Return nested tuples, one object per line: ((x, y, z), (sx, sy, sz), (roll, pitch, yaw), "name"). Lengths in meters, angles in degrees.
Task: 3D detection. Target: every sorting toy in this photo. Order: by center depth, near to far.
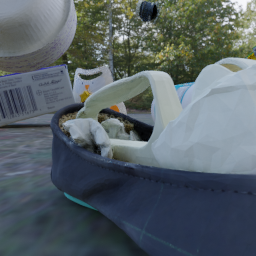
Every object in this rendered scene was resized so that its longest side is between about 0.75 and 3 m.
((-1.262, -1.085, 9.668), (2.213, 1.992, 1.182), (1, 3, 27), "sorting toy")

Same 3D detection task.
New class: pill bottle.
((1.266, -0.345, 5.304), (1.041, 1.041, 1.879), (-1, 4, -21), "pill bottle")

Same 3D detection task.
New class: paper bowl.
((-2.504, -2.646, 6.105), (2.605, 2.605, 1.355), (0, -14, -1), "paper bowl")

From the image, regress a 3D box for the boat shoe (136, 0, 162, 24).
((0.576, -2.959, 7.122), (0.443, 0.537, 1.434), (19, 16, 10), "boat shoe")

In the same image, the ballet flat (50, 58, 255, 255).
((0.201, 0.107, 1.030), (0.716, 0.716, 1.959), (-3, 5, -36), "ballet flat")

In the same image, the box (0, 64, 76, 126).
((-3.452, -1.077, 9.459), (2.522, 1.439, 2.742), (-18, 11, -27), "box")

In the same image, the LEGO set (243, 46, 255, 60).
((3.058, -0.658, 4.879), (2.303, 1.735, 2.995), (-13, -8, -21), "LEGO set")
